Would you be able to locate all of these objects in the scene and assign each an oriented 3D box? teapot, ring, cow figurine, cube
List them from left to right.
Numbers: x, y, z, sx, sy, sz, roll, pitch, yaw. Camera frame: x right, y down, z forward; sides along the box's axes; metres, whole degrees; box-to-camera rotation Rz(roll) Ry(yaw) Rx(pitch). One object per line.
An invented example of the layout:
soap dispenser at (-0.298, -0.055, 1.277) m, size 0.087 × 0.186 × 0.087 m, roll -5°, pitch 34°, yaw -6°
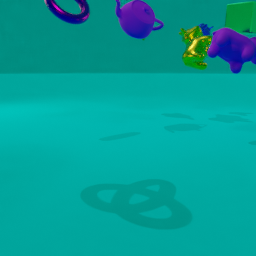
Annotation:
ring at (-1.598, -3.295, 7.430) m, size 1.274 × 1.274 × 0.255 m, roll -10°, pitch -18°, yaw -39°
teapot at (0.273, -3.332, 8.380) m, size 1.860 × 1.156 × 0.911 m, roll 12°, pitch -27°, yaw -29°
cow figurine at (2.286, -2.829, 9.839) m, size 1.656 × 1.683 × 0.924 m, roll 22°, pitch -21°, yaw 41°
cow figurine at (2.738, -2.008, 6.829) m, size 1.506 × 0.827 × 1.482 m, roll 31°, pitch 53°, yaw -2°
cube at (3.034, -2.814, 7.255) m, size 0.732 × 0.732 × 0.732 m, roll -13°, pitch 20°, yaw -40°

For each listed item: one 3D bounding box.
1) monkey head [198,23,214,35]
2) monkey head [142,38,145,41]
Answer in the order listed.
monkey head at (2.938, -3.691, 10.828) m, size 0.630 × 1.045 × 0.752 m, roll 38°, pitch -5°, yaw -18°
monkey head at (0.388, -4.130, 10.545) m, size 0.936 × 1.554 × 1.118 m, roll 18°, pitch 57°, yaw 18°
